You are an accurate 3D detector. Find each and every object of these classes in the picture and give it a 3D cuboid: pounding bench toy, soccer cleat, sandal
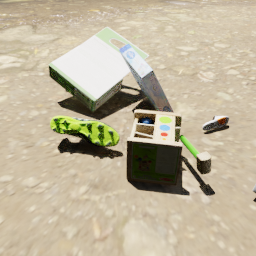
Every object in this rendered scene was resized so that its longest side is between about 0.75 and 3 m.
[{"bbox_3d":[0.952,0.399,6.389,1.794,1.114,1.399,6,35,8],"label":"pounding bench toy"},{"bbox_3d":[-1.056,0.032,7.121,1.821,0.615,0.738,14,7,6],"label":"soccer cleat"},{"bbox_3d":[2.464,-0.185,7.981,0.959,0.367,0.275,-13,39,-22],"label":"sandal"}]

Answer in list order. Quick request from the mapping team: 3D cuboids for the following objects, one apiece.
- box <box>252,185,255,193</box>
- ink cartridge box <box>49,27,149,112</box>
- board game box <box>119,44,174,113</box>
[{"bbox_3d":[3.374,1.066,5.529,1.193,0.784,1.200,-24,46,-39],"label":"box"},{"bbox_3d":[-0.920,-2.054,9.310,2.008,0.662,2.759,38,59,14],"label":"ink cartridge box"},{"bbox_3d":[0.563,-1.332,8.234,0.400,1.843,1.834,-32,43,3],"label":"board game box"}]
